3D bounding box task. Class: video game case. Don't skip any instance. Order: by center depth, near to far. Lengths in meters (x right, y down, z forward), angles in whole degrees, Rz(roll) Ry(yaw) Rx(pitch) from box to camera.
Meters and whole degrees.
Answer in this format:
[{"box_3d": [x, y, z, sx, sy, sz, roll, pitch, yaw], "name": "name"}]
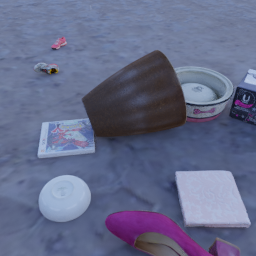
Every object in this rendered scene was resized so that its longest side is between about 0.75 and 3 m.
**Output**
[{"box_3d": [-1.726, 0.251, 7.957, 1.505, 0.173, 1.371, -5, 41, -6], "name": "video game case"}]

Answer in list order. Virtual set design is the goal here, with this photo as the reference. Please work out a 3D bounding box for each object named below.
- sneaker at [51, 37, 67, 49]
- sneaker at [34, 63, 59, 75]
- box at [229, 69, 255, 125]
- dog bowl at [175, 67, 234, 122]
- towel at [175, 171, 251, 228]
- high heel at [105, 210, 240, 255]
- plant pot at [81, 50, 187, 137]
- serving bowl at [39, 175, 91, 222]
[{"box_3d": [-3.154, -3.845, 12.623, 0.330, 0.388, 0.895, 21, 45, 23], "name": "sneaker"}, {"box_3d": [-3.115, -2.257, 10.710, 0.944, 0.367, 0.388, -8, 47, -23], "name": "sneaker"}, {"box_3d": [4.351, -0.797, 8.406, 2.045, 1.173, 1.351, 24, 46, 25], "name": "box"}, {"box_3d": [2.133, -1.075, 9.011, 2.283, 0.842, 2.283, 0, 40, 0], "name": "dog bowl"}, {"box_3d": [1.851, 1.576, 6.351, 1.401, 0.236, 1.467, -1, 40, 0], "name": "towel"}, {"box_3d": [0.723, 2.323, 4.926, 2.658, 0.896, 1.278, 12, 35, 11], "name": "high heel"}, {"box_3d": [0.034, -0.681, 7.765, 2.401, 2.244, 2.244, -21, 44, -7], "name": "plant pot"}, {"box_3d": [-1.444, 1.499, 6.322, 1.179, 0.388, 1.179, 0, 41, 0], "name": "serving bowl"}]
